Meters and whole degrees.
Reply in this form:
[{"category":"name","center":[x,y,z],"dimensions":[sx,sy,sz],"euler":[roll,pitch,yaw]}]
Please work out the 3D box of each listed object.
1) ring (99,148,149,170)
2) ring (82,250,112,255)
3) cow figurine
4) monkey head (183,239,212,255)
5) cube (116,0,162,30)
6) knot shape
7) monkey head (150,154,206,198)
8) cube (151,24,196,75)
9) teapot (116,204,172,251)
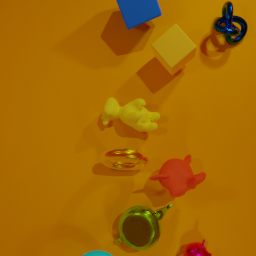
[{"category":"ring","center":[-0.112,0.900,7.938],"dimensions":[1.420,1.420,0.284],"euler":[3,66,0]},{"category":"ring","center":[-0.826,3.917,7.207],"dimensions":[1.421,0.284,1.421],"euler":[4,74,-15]},{"category":"cow figurine","center":[0.003,-0.360,8.431],"dimensions":[1.527,1.503,0.838],"euler":[35,59,-32]},{"category":"monkey head","center":[1.872,3.609,7.739],"dimensions":[0.694,0.829,1.152],"euler":[41,119,2]},{"category":"cube","center":[0.330,-3.689,8.351],"dimensions":[1.075,1.075,1.075],"euler":[-19,109,14]},{"category":"knot shape","center":[3.270,-3.188,8.803],"dimensions":[1.238,0.611,1.323],"euler":[32,59,-31]},{"category":"monkey head","center":[1.447,1.243,7.614],"dimensions":[1.681,1.210,1.013],"euler":[-22,74,-38]},{"category":"cube","center":[1.357,-2.291,8.308],"dimensions":[0.929,0.929,0.929],"euler":[-40,82,7]},{"category":"teapot","center":[0.424,2.727,7.908],"dimensions":[1.931,0.946,1.201],"euler":[-37,77,10]}]
